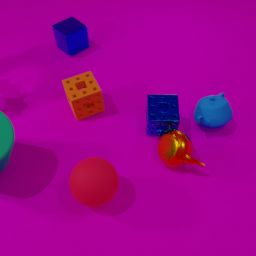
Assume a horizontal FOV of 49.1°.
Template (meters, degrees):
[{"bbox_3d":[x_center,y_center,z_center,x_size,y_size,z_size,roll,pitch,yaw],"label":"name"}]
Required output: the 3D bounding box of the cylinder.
[{"bbox_3d":[-3.137,0.364,5.843,1.335,1.335,1.335,11,63,-23],"label":"cylinder"}]

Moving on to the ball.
[{"bbox_3d":[-0.687,1.090,5.694,0.994,0.994,0.994,0,52,0],"label":"ball"}]

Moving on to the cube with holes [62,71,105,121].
[{"bbox_3d":[-1.165,-0.846,7.395,0.797,0.797,0.797,-21,56,-12],"label":"cube with holes"}]

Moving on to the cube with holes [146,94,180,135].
[{"bbox_3d":[0.830,-0.310,6.889,0.738,0.738,0.738,1,61,0],"label":"cube with holes"}]

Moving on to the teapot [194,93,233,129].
[{"bbox_3d":[2.103,-0.441,7.022,0.952,0.750,1.532,13,40,36],"label":"teapot"}]

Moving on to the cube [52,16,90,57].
[{"bbox_3d":[-1.833,-2.958,9.063,0.809,0.809,0.809,-36,60,-24],"label":"cube"}]

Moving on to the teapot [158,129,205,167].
[{"bbox_3d":[1.158,0.495,6.404,0.682,0.866,1.393,8,22,-36],"label":"teapot"}]
